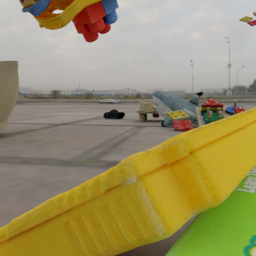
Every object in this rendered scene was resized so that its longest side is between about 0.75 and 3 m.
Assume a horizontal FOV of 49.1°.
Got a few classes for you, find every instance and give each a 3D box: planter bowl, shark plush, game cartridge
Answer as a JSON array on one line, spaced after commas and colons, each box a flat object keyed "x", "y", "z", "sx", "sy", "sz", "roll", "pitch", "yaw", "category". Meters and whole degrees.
[{"x": -3.293, "y": -0.596, "z": 5.843, "sx": 2.141, "sy": 1.441, "sz": 2.141, "roll": -5, "pitch": 14, "yaw": 1, "category": "planter bowl"}, {"x": 1.971, "y": -0.567, "z": 8.191, "sx": 2.552, "sy": 1.063, "sz": 1.160, "roll": 3, "pitch": 6, "yaw": 28, "category": "shark plush"}, {"x": -0.046, "y": 0.269, "z": 1.109, "sx": 1.161, "sy": 0.188, "sz": 1.024, "roll": -35, "pitch": -13, "yaw": 33, "category": "game cartridge"}]

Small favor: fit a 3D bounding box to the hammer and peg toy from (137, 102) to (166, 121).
[{"x": 1.070, "y": -0.583, "z": 10.253, "sx": 1.512, "sy": 0.725, "sz": 2.055, "roll": 2, "pitch": 6, "yaw": 1, "category": "hammer and peg toy"}]

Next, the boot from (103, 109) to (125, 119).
[{"x": -0.484, "y": -0.589, "z": 12.086, "sx": 0.814, "sy": 0.368, "sz": 0.994, "roll": 1, "pitch": 12, "yaw": 34, "category": "boot"}]

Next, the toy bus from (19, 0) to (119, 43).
[{"x": -1.310, "y": -2.914, "z": 5.442, "sx": 2.981, "sy": 2.862, "sz": 2.023, "roll": -39, "pitch": 40, "yaw": -25, "category": "toy bus"}]

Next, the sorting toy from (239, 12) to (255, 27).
[{"x": 3.074, "y": -2.519, "z": 6.035, "sx": 1.230, "sy": 0.208, "sz": 0.593, "roll": -14, "pitch": 39, "yaw": 5, "category": "sorting toy"}]

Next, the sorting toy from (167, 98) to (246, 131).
[{"x": 2.399, "y": -0.392, "z": 7.286, "sx": 2.739, "sy": 0.463, "sz": 1.320, "roll": 0, "pitch": 27, "yaw": 8, "category": "sorting toy"}]
